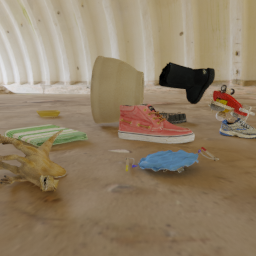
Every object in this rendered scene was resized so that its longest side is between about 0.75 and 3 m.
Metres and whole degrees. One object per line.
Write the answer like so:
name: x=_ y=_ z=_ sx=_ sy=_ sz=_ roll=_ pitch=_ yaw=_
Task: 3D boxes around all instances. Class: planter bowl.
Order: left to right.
planter bowl: x=-0.311 y=-1.567 z=11.942 sx=1.943 sy=2.887 sz=2.887 roll=3 pitch=9 yaw=6

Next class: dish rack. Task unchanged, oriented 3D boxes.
dish rack: x=1.817 y=-0.516 z=13.479 sx=1.721 sy=0.470 sz=1.320 roll=6 pitch=9 yaw=44

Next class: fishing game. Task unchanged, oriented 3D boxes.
fishing game: x=0.882 y=0.742 z=6.019 sx=1.900 sy=0.295 sz=1.360 roll=-8 pitch=9 yaw=-2

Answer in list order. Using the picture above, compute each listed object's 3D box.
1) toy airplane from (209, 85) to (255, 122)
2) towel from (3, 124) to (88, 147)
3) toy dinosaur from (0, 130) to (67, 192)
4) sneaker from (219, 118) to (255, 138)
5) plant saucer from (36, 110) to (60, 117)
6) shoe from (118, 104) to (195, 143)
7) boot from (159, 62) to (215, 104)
toy airplane: x=4.889 y=-0.877 z=13.410 sx=2.156 sy=1.521 sz=2.146 roll=36 pitch=26 yaw=3
towel: x=-2.765 y=0.231 z=9.252 sx=2.473 sy=0.289 sz=1.886 roll=10 pitch=14 yaw=44
toy dinosaur: x=-1.955 y=0.673 z=5.649 sx=1.443 sy=0.830 sz=2.853 roll=13 pitch=12 yaw=-17
sneaker: x=3.884 y=-0.009 z=9.581 sx=1.476 sy=0.629 sz=0.569 roll=6 pitch=11 yaw=31
plant saucer: x=-4.475 y=-0.803 z=15.713 sx=1.203 sy=0.292 sz=1.203 roll=-4 pitch=9 yaw=-22
shoe: x=0.859 y=-0.187 z=9.001 sx=2.528 sy=1.150 sz=0.903 roll=4 pitch=10 yaw=22
boot: x=2.488 y=-2.069 z=12.989 sx=2.220 sy=1.009 sz=2.642 roll=7 pitch=-21 yaw=-5
